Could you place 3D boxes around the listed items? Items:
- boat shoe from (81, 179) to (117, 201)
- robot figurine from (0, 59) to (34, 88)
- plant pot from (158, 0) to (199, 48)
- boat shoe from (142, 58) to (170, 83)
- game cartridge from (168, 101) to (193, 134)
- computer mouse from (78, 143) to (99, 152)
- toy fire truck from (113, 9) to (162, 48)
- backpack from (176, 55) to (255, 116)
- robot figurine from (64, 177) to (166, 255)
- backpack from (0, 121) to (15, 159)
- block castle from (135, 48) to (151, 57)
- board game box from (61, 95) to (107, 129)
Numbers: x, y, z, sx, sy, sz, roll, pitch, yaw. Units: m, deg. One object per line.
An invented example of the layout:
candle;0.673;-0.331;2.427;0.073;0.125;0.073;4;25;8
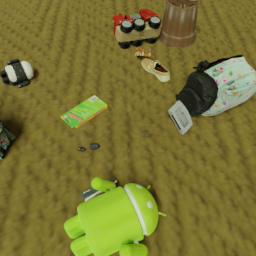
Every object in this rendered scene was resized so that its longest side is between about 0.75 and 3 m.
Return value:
boat shoe;-0.959;2.013;9.377;1.256;0.470;0.388;-31;68;-12
robot figurine;-5.032;-2.483;12.727;1.439;1.081;0.898;-24;38;-17
plant pot;2.682;-5.626;14.488;2.101;2.080;2.101;0;52;0
boat shoe;1.336;-2.869;13.201;0.667;0.599;1.803;-33;58;-24
game cartridge;2.091;-0.435;11.019;0.243;1.172;0.780;-9;29;50
computer mouse;-1.483;0.731;10.488;0.825;0.140;0.242;-13;89;-4
toy fire truck;0.208;-5.605;14.961;2.368;1.731;2.690;-14;61;-15
backpack;3.739;-1.682;11.354;2.972;2.480;1.881;-22;76;-20
robot figurine;-0.361;2.639;8.102;2.795;1.617;2.452;-20;54;-14
backpack;-5.456;0.084;9.610;2.174;2.474;1.896;17;53;12
block castle;0.723;-3.695;13.634;0.540;0.379;0.809;-1;13;-28
board game box;-1.816;-0.662;11.648;1.816;0.272;0.868;-35;57;-27
